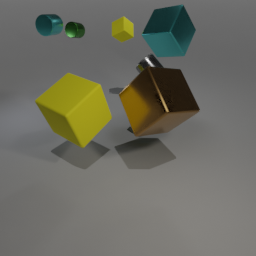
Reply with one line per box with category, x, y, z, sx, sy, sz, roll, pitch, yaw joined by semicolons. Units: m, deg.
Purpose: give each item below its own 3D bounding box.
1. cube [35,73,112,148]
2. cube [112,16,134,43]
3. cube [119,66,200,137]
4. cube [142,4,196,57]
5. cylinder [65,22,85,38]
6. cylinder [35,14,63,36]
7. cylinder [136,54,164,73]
cube;-1.560;-0.541;8.308;1.400;1.400;1.400;24;59;32
cube;-0.234;-4.319;12.320;0.700;0.700;0.700;-12;-18;36
cube;0.850;-0.721;7.850;1.400;1.400;1.400;-6;68;-41
cube;1.668;-3.866;11.331;1.400;1.400;1.400;10;68;41
cylinder;-2.481;-4.593;13.143;0.700;0.700;0.700;11;18;19
cylinder;-2.728;-3.583;9.739;0.700;0.700;0.700;9;25;16
cylinder;0.724;-1.838;8.822;0.700;0.700;0.700;51;44;5
